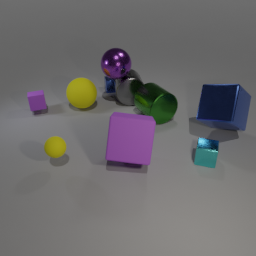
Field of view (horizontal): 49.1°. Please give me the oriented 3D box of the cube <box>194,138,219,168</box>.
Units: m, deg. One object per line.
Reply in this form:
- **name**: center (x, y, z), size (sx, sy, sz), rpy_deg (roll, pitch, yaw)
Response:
- **cube**: center (2.684, 0.842, 9.559), size (0.700, 0.700, 0.700), rpy_deg (9, 32, 15)

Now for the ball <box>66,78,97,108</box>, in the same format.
- **ball**: center (-2.132, -1.611, 12.924), size (1.400, 1.400, 1.400), rpy_deg (0, 31, 0)

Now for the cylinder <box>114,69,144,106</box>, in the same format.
- **cylinder**: center (0.057, -1.998, 13.626), size (1.400, 1.400, 1.400), rpy_deg (-4, 31, -7)

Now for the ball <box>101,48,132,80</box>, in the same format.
- **ball**: center (-0.536, -2.903, 12.675), size (1.400, 1.400, 1.400), rpy_deg (0, 31, 0)

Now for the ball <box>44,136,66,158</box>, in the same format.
- **ball**: center (-2.344, 0.616, 9.036), size (0.700, 0.700, 0.700), rpy_deg (0, 31, 0)

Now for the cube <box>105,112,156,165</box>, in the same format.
- **cube**: center (0.083, 0.296, 9.184), size (1.400, 1.400, 1.400), rpy_deg (7, 9, 0)

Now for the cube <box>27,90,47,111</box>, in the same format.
- **cube**: center (-4.089, -1.236, 12.586), size (0.700, 0.700, 0.700), rpy_deg (-11, 26, -15)

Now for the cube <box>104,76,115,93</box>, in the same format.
- **cube**: center (-0.857, -2.332, 14.906), size (0.700, 0.700, 0.700), rpy_deg (-6, 31, -11)

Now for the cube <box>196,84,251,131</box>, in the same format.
- **cube**: center (3.605, -0.768, 10.519), size (1.400, 1.400, 1.400), rpy_deg (7, -8, 41)

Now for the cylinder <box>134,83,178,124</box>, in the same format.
- **cylinder**: center (1.190, -1.082, 12.098), size (1.400, 1.400, 1.400), rpy_deg (-15, 34, -23)
